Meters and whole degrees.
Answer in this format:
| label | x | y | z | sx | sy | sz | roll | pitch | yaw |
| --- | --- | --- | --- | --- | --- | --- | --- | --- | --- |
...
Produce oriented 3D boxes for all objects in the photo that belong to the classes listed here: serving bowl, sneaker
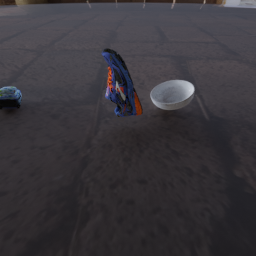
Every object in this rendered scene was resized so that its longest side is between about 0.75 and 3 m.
| label | x | y | z | sx | sy | sz | roll | pitch | yaw |
| --- | --- | --- | --- | --- | --- | --- | --- | --- | --- |
| serving bowl | 1.614 | -1.109 | 10.043 | 1.559 | 0.513 | 1.559 | -11 | 36 | 8 |
| sneaker | -0.301 | -1.245 | 8.517 | 0.952 | 2.427 | 0.914 | -21 | 32 | 3 |

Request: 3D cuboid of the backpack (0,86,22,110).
| label | x | y | z | sx | sy | sz | roll | pitch | yaw |
| --- | --- | --- | --- | --- | --- | --- | --- | --- | --- |
| backpack | -4.268 | -1.138 | 10.108 | 0.816 | 0.655 | 0.891 | -4 | 28 | -8 |
